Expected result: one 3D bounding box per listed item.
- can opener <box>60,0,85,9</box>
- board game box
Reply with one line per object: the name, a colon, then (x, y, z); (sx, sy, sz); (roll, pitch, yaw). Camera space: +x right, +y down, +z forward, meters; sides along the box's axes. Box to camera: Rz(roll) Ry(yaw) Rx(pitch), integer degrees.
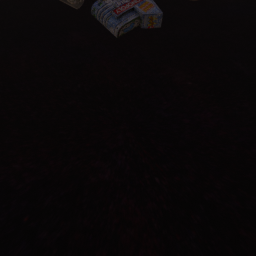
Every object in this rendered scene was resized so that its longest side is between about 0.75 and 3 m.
can opener: (-2.033, -3.868, 7.626); (1.813, 0.484, 0.606); (22, 25, -17)
board game box: (0.076, -2.892, 6.902); (1.453, 0.448, 1.452); (-36, 67, -18)
